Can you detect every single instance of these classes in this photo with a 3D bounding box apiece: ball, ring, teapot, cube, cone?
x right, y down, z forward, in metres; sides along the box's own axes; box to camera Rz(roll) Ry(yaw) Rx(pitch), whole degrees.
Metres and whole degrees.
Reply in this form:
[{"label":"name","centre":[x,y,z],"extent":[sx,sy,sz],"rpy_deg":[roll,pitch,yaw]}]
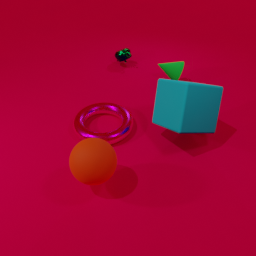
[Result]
[{"label":"ball","centre":[-0.827,0.798,6.696],"extent":[1.132,1.132,1.132],"rpy_deg":[0,41,0]},{"label":"ring","centre":[-0.784,-0.173,8.863],"extent":[1.922,0.384,1.922],"rpy_deg":[0,41,0]},{"label":"teapot","centre":[-0.212,-3.041,11.843],"extent":[0.705,0.555,1.134],"rpy_deg":[-34,24,-29]},{"label":"cube","centre":[1.656,-0.634,7.962],"extent":[1.322,1.322,1.322],"rpy_deg":[0,13,-30]},{"label":"cone","centre":[1.520,-2.242,10.516],"extent":[0.871,0.867,0.867],"rpy_deg":[20,41,-8]}]
